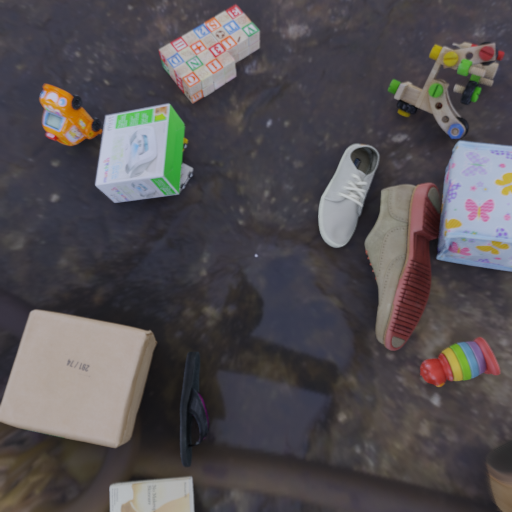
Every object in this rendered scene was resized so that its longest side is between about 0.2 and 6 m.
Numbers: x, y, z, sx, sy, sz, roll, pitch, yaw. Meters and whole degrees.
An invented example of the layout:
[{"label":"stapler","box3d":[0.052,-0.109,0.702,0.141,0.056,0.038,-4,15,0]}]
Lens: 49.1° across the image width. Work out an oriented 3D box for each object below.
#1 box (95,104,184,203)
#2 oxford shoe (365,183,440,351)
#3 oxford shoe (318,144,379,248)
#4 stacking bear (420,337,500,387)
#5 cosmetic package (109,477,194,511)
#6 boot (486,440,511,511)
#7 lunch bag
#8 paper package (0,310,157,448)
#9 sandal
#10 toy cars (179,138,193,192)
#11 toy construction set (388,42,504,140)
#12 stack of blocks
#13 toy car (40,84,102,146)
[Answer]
[{"label":"box","box3d":[-2.259,-1.999,11.072,1.453,0.796,1.647,-5,67,16]},{"label":"oxford shoe","box3d":[2.639,0.178,10.662,1.192,1.123,3.188,7,77,38]},{"label":"oxford shoe","box3d":[1.843,-1.263,11.055,0.858,0.659,2.282,26,75,-17]},{"label":"stacking bear","box3d":[3.595,1.985,10.134,1.239,0.752,0.704,-19,79,3]},{"label":"cosmetic package","box3d":[-1.761,4.188,9.520,1.354,0.481,0.712,-6,73,-2]},{"label":"boot","box3d":[5.224,3.548,9.605,2.838,1.045,1.071,-16,104,-14]},{"label":"lunch bag","box3d":[4.812,-0.828,10.557,2.470,1.570,2.094,7,71,13]},{"label":"paper package","box3d":[-3.056,2.143,9.838,2.129,1.101,2.029,11,73,3]},{"label":"sandal","box3d":[-1.053,2.674,9.852,0.473,0.743,1.978,1,72,5]},{"label":"toy cars","box3d":[-1.592,-1.874,11.547,0.552,0.273,1.231,-11,76,0]},{"label":"toy construction set","box3d":[3.844,-3.725,11.529,1.823,1.979,2.373,25,53,20]},{"label":"stack of blocks","box3d":[-0.906,-4.379,12.140,2.036,0.596,1.172,-35,76,-11]},{"label":"toy car","box3d":[-3.072,-2.256,11.089,2.821,1.384,0.939,30,78,8]}]
